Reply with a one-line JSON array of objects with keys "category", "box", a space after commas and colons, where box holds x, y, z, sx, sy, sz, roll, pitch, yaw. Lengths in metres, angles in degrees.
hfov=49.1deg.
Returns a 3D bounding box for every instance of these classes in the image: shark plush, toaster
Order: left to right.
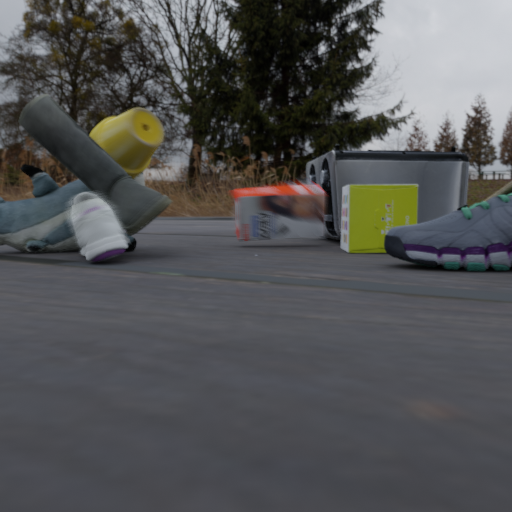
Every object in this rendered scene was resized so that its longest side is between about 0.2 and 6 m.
[{"category": "shark plush", "box": [-3.792, -0.858, 9.798, 3.735, 1.556, 1.697, -2, 5, -20]}, {"category": "toaster", "box": [2.917, -1.331, 12.631, 3.416, 2.027, 3.089, -1, 5, -6]}]

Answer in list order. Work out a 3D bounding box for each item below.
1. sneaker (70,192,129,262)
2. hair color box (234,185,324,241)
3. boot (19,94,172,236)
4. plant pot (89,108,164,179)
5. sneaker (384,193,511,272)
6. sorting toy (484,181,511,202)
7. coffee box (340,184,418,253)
[{"category": "sneaker", "box": [-2.316, -0.465, 8.255, 0.738, 0.981, 1.970, -21, 9, -18]}, {"category": "hair color box", "box": [0.447, -0.838, 10.886, 1.681, 0.932, 0.537, -5, 25, -6]}, {"category": "boot", "box": [-2.518, -1.460, 8.655, 0.879, 2.421, 2.202, -43, 20, -19]}, {"category": "plant pot", "box": [-2.174, -1.997, 9.694, 1.043, 1.108, 1.108, -24, -13, 41]}, {"category": "sneaker", "box": [3.214, -0.523, 6.900, 3.176, 1.390, 1.182, 2, 5, 14]}, {"category": "sorting toy", "box": [4.027, -0.581, 8.012, 2.420, 0.324, 1.803, 5, -31, -23]}, {"category": "coffee box", "box": [2.112, -0.652, 9.740, 1.158, 1.157, 1.146, 0, 5, 3]}]
